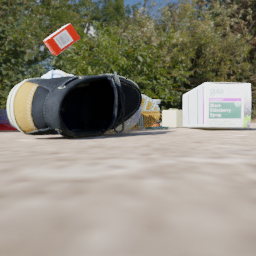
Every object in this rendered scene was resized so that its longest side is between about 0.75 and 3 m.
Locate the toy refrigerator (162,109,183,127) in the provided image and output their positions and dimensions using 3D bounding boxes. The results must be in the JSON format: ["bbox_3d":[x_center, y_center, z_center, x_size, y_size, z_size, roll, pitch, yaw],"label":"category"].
[{"bbox_3d":[2.318,-0.382,10.733,2.012,0.704,0.764,-2,2,-34],"label":"toy refrigerator"}]

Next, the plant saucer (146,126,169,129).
[{"bbox_3d":[0.901,-0.013,8.643,0.835,0.079,0.292,-2,3,-43],"label":"plant saucer"}]

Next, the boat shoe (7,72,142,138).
[{"bbox_3d":[-0.447,-0.357,4.443,0.885,1.061,2.845,7,10,31],"label":"boat shoe"}]

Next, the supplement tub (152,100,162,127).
[{"bbox_3d":[1.116,-0.638,12.173,0.704,1.148,0.704,0,1,0],"label":"supplement tub"}]

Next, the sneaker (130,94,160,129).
[{"bbox_3d":[-0.491,-0.512,8.509,2.878,1.088,1.261,1,1,0],"label":"sneaker"}]

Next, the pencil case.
[{"bbox_3d":[-0.711,-0.497,5.943,1.080,1.179,2.599,2,3,31],"label":"pencil case"}]

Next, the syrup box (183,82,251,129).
[{"bbox_3d":[2.418,-0.558,8.154,1.132,1.171,2.876,0,1,0],"label":"syrup box"}]

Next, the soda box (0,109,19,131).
[{"bbox_3d":[-2.775,-0.191,6.667,1.633,0.518,0.572,-1,2,3],"label":"soda box"}]

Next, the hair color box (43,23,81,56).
[{"bbox_3d":[-2.393,-3.124,9.926,1.020,0.615,2.009,-37,25,-5],"label":"hair color box"}]
